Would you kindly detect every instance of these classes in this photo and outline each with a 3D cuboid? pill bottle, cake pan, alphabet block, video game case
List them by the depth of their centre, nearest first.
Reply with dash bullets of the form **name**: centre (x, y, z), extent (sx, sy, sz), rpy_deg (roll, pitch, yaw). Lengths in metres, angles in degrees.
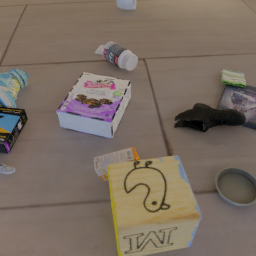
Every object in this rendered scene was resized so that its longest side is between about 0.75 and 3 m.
- **alphabet block**: centre (0.578, 2.149, 7.643), extent (2.023, 1.987, 1.976), rpy_deg (-8, 45, -7)
- **cake pan**: centre (3.525, 1.912, 9.065), extent (1.422, 0.261, 1.422), rpy_deg (0, 46, 0)
- **video game case**: centre (4.871, -1.056, 11.977), extent (1.817, 0.241, 2.544), rpy_deg (20, 48, 18)
- **pill bottle**: centre (-0.388, -3.544, 13.876), extent (0.955, 0.955, 1.678), rpy_deg (-35, 55, -29)

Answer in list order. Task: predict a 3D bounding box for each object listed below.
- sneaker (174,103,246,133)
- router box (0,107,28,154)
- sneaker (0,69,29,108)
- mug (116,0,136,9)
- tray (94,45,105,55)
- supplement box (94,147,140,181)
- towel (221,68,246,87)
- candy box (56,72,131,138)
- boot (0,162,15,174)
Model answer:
- **sneaker**: centre (3.160, -0.260, 10.889), extent (2.488, 0.747, 1.298), rpy_deg (17, 48, 22)
- **router box**: centre (-5.399, -0.024, 10.672), extent (2.504, 0.639, 1.867), rpy_deg (5, 46, 5)
- **sneaker**: centre (-4.946, -1.782, 12.140), extent (1.670, 1.017, 2.557), rpy_deg (-27, 52, -22)
- **mug**: centre (-0.143, -8.533, 18.481), extent (1.170, 1.334, 0.985), rpy_deg (4, 30, 17)
- **tray**: centre (-1.451, -4.282, 15.197), extent (0.483, 0.100, 0.900), rpy_deg (14, 48, 12)
- **supplement box**: centre (-0.313, 1.177, 8.987), extent (1.364, 0.860, 0.502), rpy_deg (-16, 53, 6)
- **towel**: centre (4.902, -2.350, 13.001), extent (1.103, 0.227, 1.478), rpy_deg (11, 34, 9)
- **candy box**: centre (-1.278, -1.018, 11.421), extent (2.224, 0.949, 2.652), rpy_deg (11, 47, 11)
- **boot**: centre (-4.262, 1.347, 9.541), extent (0.766, 0.366, 0.282), rpy_deg (2, 46, 2)
